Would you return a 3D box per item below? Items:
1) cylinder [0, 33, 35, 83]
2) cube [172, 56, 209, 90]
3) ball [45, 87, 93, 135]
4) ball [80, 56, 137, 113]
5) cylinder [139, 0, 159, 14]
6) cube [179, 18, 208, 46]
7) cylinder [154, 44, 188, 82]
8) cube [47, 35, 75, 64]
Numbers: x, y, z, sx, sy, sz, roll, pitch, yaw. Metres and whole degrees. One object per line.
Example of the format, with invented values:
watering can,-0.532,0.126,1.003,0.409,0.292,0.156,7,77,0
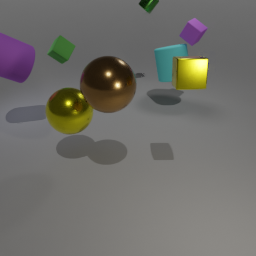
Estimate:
cylinder,-4.164,-2.426,9.661,1.400,1.400,1.400,16,14,-41
cube,1.439,-1.309,6.603,0.700,0.700,0.700,-1,18,0
ball,-1.734,-0.505,8.345,1.400,1.400,1.400,0,29,0
ball,-0.488,-1.068,6.946,1.400,1.400,1.400,0,29,0
cylinder,0.959,-5.785,12.907,0.700,0.700,0.700,34,23,-17
cube,2.660,-3.904,11.388,0.700,0.700,0.700,42,47,8
cylinder,1.926,-2.822,12.162,1.400,1.400,1.400,-10,17,3
cube,-2.587,-3.020,10.852,0.700,0.700,0.700,31,-16,-28
